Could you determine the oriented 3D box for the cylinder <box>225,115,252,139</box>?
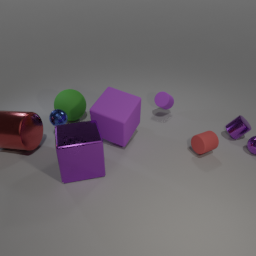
[{"bbox_3d":[4.324,-0.024,10.981,0.700,0.700,0.700,31,35,-25],"label":"cylinder"}]

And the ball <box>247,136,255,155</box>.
[{"bbox_3d":[4.689,0.623,10.128,0.700,0.700,0.700,0,30,0],"label":"ball"}]

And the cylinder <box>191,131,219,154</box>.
[{"bbox_3d":[2.736,0.510,9.988,0.700,0.700,0.700,-16,33,-29],"label":"cylinder"}]

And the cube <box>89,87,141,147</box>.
[{"bbox_3d":[-0.434,-0.428,10.430,1.400,1.400,1.400,21,53,16],"label":"cube"}]

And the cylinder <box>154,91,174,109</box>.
[{"bbox_3d":[1.635,-1.230,12.595,0.700,0.700,0.700,17,2,28],"label":"cylinder"}]

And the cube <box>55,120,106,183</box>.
[{"bbox_3d":[-1.575,0.742,9.175,1.400,1.400,1.400,-8,31,-12],"label":"cube"}]

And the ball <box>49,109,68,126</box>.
[{"bbox_3d":[-2.705,-0.390,10.887,0.700,0.700,0.700,0,30,0],"label":"ball"}]

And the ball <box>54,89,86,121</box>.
[{"bbox_3d":[-2.535,-1.004,12.295,1.400,1.400,1.400,0,30,0],"label":"ball"}]

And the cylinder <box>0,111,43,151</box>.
[{"bbox_3d":[-4.082,0.082,10.244,1.400,1.400,1.400,3,29,17],"label":"cylinder"}]
